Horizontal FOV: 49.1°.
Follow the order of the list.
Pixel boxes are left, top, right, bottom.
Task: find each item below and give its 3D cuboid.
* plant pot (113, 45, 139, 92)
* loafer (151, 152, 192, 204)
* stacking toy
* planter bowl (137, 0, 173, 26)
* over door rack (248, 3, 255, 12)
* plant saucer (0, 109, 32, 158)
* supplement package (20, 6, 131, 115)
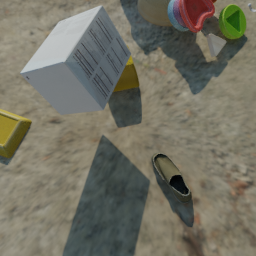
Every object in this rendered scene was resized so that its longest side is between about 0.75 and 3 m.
[{"bbox_3d":[-0.264,-1.725,7.845,1.021,0.901,1.021,-12,66,-6],"label":"plant pot"},{"bbox_3d":[1.080,1.123,6.722,0.529,0.490,1.406,-33,69,-14],"label":"loafer"},{"bbox_3d":[2.401,-3.431,8.641,2.415,1.020,2.186,-42,108,-22],"label":"stacking toy"},{"bbox_3d":[1.240,-4.398,8.924,1.845,1.242,1.845,0,64,0],"label":"planter bowl"},{"bbox_3d":[3.257,-3.181,5.919,0.474,1.424,1.052,36,85,-12],"label":"over door rack"},{"bbox_3d":[-3.342,0.054,7.346,1.179,0.286,1.179,19,66,8],"label":"plant saucer"},{"bbox_3d":[-1.022,-1.386,5.972,1.322,1.312,1.742,-3,50,36],"label":"supplement package"}]
